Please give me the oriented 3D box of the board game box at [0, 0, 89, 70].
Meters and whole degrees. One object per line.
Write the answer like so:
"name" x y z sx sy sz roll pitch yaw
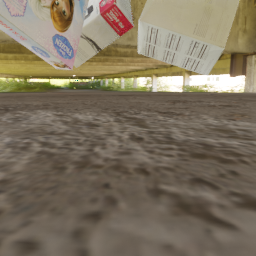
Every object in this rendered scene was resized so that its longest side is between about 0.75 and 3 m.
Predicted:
"board game box" -1.376 -2.313 4.717 0.418 2.029 2.034 9 -7 21

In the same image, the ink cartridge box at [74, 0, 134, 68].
"ink cartridge box" -1.069 -3.195 8.523 2.319 1.684 0.967 -27 -42 25

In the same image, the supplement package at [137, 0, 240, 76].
"supplement package" 1.608 -2.938 7.616 2.174 2.079 1.599 20 -14 5
